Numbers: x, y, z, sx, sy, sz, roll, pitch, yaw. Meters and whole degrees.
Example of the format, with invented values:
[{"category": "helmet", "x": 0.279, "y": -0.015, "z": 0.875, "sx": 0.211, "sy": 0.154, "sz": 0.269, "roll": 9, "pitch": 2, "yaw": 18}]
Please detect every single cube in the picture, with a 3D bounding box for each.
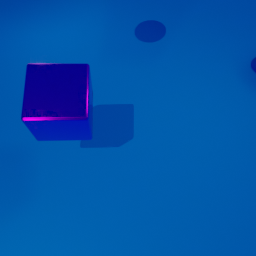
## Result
[{"category": "cube", "x": -1.372, "y": -0.493, "z": 5.788, "sx": 1.216, "sy": 1.216, "sz": 1.216, "roll": -1, "pitch": 69, "yaw": -4}]
